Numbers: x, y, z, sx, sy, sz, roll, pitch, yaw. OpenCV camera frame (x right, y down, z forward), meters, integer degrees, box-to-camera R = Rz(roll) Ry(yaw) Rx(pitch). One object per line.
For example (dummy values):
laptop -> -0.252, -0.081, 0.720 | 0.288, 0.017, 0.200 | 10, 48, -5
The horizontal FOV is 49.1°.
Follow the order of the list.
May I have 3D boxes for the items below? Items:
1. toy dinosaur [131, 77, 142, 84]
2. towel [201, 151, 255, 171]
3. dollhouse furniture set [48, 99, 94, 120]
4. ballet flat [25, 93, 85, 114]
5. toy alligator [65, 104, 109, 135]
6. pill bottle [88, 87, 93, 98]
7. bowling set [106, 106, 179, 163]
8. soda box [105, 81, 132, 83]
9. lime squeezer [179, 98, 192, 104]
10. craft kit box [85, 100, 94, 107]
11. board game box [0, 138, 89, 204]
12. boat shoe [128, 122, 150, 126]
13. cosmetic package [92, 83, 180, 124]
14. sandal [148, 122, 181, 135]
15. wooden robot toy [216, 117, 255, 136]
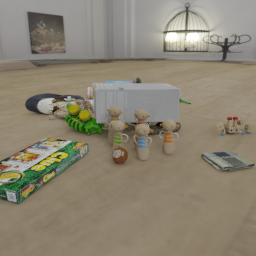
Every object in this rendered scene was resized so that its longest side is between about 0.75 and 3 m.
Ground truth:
toy dinosaur -> 0.796, -1.501, 13.939 | 1.214, 0.914, 2.374 | 5, 46, -20
towel -> 2.728, 0.910, 7.722 | 1.037, 0.186, 1.077 | -2, 16, -17
dollhouse furniture set -> -2.354, -0.513, 11.852 | 1.271, 0.728, 1.490 | 12, 43, 46
ballet flat -> -3.228, -1.082, 12.662 | 2.686, 0.981, 0.981 | -4, 18, -20
toy alligator -> -1.470, -0.107, 10.037 | 2.708, 0.803, 0.735 | 28, 67, 30
pill bottle -> -1.656, -2.009, 15.891 | 1.236, 0.644, 0.644 | -2, 18, -5
bowling set -> 0.178, 0.206, 8.024 | 2.361, 1.267, 1.643 | 6, 19, 20
soda box -> -0.291, -2.414, 16.966 | 2.201, 0.747, 0.706 | 3, 18, 10
lime squeezer -> 2.534, -1.380, 14.731 | 1.505, 0.284, 0.531 | 1, 49, 0
craft kit box -> -2.135, -1.227, 14.225 | 0.869, 0.211, 0.858 | -4, 16, -11
board game box -> -2.423, 0.937, 7.324 | 1.563, 0.350, 2.982 | 9, 20, 19
boat shoe -> 0.219, -0.569, 11.425 | 0.752, 0.635, 2.111 | -6, 19, -26
cosmetic package -> 0.249, -0.937, 10.082 | 2.935, 1.324, 1.568 | -5, 17, -10
sandal -> 1.260, -0.091, 10.278 | 1.611, 0.440, 0.658 | -5, 19, -20
wooden robot toy -> 3.751, -0.101, 10.167 | 1.474, 0.649, 0.669 | -3, 7, -9
